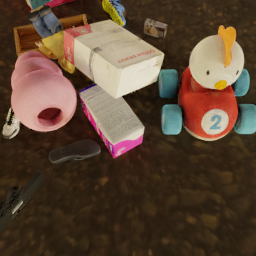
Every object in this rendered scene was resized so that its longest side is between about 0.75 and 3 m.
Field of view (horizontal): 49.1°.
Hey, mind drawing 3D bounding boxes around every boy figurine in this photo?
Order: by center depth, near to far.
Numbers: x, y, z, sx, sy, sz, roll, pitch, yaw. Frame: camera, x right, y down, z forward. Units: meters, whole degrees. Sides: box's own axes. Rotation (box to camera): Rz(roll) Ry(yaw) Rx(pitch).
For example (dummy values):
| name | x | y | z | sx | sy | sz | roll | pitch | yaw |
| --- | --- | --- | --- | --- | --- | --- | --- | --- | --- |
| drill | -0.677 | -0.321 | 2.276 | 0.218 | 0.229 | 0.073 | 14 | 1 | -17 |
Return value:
| name | x | y | z | sx | sy | sz | roll | pitch | yaw |
| --- | --- | --- | --- | --- | --- | --- | --- | --- | --- |
| boy figurine | -2.145 | -2.691 | 8.720 | 1.295 | 2.082 | 0.671 | -29 | 39 | 2 |

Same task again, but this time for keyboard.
| name | x | y | z | sx | sy | sz | roll | pitch | yaw |
| --- | --- | --- | --- | --- | --- | --- | --- | --- | --- |
| keyboard | -2.791 | 1.770 | 6.712 | 0.393 | 1.032 | 1.983 | 31 | 52 | 4 |

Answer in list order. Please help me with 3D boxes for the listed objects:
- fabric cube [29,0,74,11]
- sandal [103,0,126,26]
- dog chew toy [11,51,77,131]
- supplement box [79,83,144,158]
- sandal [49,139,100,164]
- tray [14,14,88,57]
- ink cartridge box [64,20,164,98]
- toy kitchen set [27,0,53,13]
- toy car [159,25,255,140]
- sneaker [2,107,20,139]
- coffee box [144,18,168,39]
| name | x | y | z | sx | sy | sz | roll | pitch | yaw |
| --- | --- | --- | --- | --- | --- | --- | --- | --- | --- |
| fabric cube | -3.092 | -6.368 | 10.452 | 2.489 | 2.442 | 2.481 | -21 | 64 | -12 |
| sandal | -0.408 | -4.400 | 10.489 | 0.646 | 0.590 | 1.485 | -21 | 65 | -15 |
| dog chew toy | -2.589 | -1.250 | 8.232 | 1.751 | 1.751 | 2.812 | -21 | 53 | -11 |
| supplement box | -0.485 | -0.306 | 8.049 | 1.018 | 0.997 | 1.971 | -30 | 66 | -16 |
| sandal | -1.494 | 0.688 | 7.975 | 1.479 | 0.317 | 0.563 | -10 | 55 | 5 |
| tray | -2.503 | -3.040 | 9.441 | 2.428 | 0.450 | 1.197 | -14 | 64 | -8 |
| ink cartridge box | -0.448 | -2.050 | 8.004 | 1.739 | 0.983 | 2.374 | -28 | 55 | -35 |
| toy kitchen set | -2.484 | -3.664 | 9.448 | 0.989 | 1.679 | 1.345 | -35 | 68 | -15 |
| toy car | 2.307 | -1.297 | 7.527 | 2.646 | 2.871 | 2.539 | -1 | 62 | 0 |
| sneaker | -3.438 | -0.294 | 8.344 | 0.470 | 0.510 | 1.276 | 11 | 64 | 4 |
| coffee box | 0.991 | -3.575 | 10.101 | 0.786 | 0.449 | 0.313 | 20 | 64 | 11 |
